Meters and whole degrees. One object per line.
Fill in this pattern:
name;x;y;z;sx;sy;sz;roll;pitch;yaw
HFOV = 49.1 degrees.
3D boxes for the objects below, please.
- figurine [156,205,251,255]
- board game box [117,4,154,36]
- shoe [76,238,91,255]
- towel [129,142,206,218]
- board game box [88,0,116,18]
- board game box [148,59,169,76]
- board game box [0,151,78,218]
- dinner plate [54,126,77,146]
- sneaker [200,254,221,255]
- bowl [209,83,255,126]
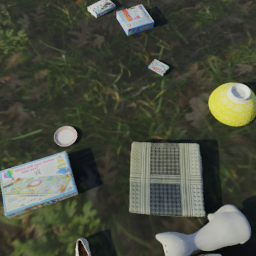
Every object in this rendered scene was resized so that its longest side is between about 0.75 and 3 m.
figurine;2.325;3.728;7.507;2.684;1.184;2.751;-12;54;-16
board game box;0.335;-5.171;13.383;1.351;0.386;1.380;-20;62;-11
shoe;-1.276;3.948;8.119;0.514;0.392;1.470;-13;61;-7
towel;1.301;1.663;9.501;2.486;0.446;2.582;2;62;4
board game box;-1.313;-6.002;13.965;1.188;0.206;0.750;-34;66;-18
board game box;1.326;-2.604;12.050;0.757;0.130;0.512;33;65;17
board game box;-2.975;1.836;9.337;2.284;0.391;1.536;-17;62;-9
dinner plate;-2.306;0.316;10.386;0.840;0.102;0.840;0;59;0
sneaker;1.349;4.387;7.493;2.995;1.154;1.226;-16;72;-5
bowl;4.122;-1.103;10.689;1.860;1.001;1.860;0;60;1
